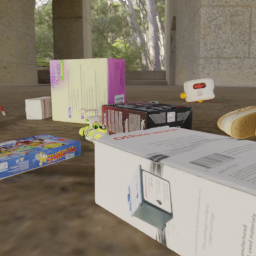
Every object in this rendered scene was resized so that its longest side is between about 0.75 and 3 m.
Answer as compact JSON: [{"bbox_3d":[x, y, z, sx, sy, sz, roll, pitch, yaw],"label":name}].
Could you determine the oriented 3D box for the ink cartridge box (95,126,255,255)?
[{"bbox_3d":[1.022,0.751,3.906,1.910,1.120,2.608,-8,13,-40],"label":"ink cartridge box"}]

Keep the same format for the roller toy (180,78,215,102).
[{"bbox_3d":[5.077,-2.624,20.023,2.251,1.573,2.053,-8,1,-32],"label":"roller toy"}]

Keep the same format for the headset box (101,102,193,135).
[{"bbox_3d":[0.495,-0.290,9.508,2.018,1.019,2.715,-8,14,-37],"label":"headset box"}]

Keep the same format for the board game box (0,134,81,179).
[{"bbox_3d":[-2.452,0.588,6.689,1.499,0.382,2.214,9,14,38],"label":"board game box"}]

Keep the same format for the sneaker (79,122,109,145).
[{"bbox_3d":[-1.009,0.104,8.602,0.603,0.611,1.600,-10,14,-35],"label":"sneaker"}]

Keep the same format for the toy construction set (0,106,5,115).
[{"bbox_3d":[-5.568,-0.447,11.367,1.122,0.862,0.936,-24,-25,-24],"label":"toy construction set"}]

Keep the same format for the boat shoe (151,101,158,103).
[{"bbox_3d":[1.420,-1.188,15.317,0.541,0.585,1.584,-14,2,-1],"label":"boat shoe"}]

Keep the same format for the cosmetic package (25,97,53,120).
[{"bbox_3d":[-4.034,-0.982,13.369,0.784,0.929,1.797,2,12,13],"label":"cosmetic package"}]

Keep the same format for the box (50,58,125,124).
[{"bbox_3d":[-1.715,-1.596,12.007,2.979,2.620,1.440,5,12,28],"label":"box"}]

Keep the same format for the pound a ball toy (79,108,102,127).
[{"bbox_3d":[-1.114,-0.337,10.296,1.266,0.825,0.538,-9,14,-41],"label":"pound a ball toy"}]

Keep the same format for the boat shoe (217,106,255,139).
[{"bbox_3d":[4.326,-0.331,9.608,2.910,1.073,1.007,-7,19,-28],"label":"boat shoe"}]
